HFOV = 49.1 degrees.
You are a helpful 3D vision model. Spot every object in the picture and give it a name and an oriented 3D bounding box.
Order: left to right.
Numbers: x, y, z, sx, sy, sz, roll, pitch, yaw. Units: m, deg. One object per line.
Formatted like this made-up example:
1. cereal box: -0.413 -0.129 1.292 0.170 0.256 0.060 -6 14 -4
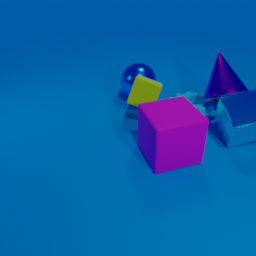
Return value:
1. ball: 0.364 -1.587 9.580 1.255 1.255 1.255 0 35 0
2. cube: 0.513 -1.052 8.436 0.811 0.811 0.811 21 17 1
3. cube: 1.059 0.129 7.036 1.297 1.297 1.297 -11 35 -14
4. gear: 2.135 -0.772 8.980 1.653 0.306 1.653 -5 25 2
5. cone: 2.755 -1.597 8.185 1.291 1.296 1.291 -9 1 0
6. cube: 3.033 -0.246 7.480 1.012 1.012 1.012 -14 58 -1
